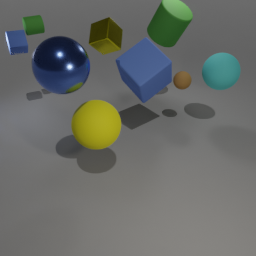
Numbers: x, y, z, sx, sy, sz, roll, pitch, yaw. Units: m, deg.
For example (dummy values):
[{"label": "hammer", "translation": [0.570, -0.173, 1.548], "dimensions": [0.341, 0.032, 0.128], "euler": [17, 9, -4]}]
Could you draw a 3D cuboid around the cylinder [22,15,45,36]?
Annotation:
[{"label": "cylinder", "translation": [-3.811, -4.146, 11.298], "dimensions": [0.700, 0.700, 0.700], "euler": [-18, 36, -22]}]

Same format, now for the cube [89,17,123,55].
[{"label": "cube", "translation": [-0.648, -2.693, 8.268], "dimensions": [0.700, 0.700, 0.700], "euler": [-6, -18, 33]}]

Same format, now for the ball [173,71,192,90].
[{"label": "ball", "translation": [2.100, -1.840, 10.831], "dimensions": [0.700, 0.700, 0.700], "euler": [0, 32, 0]}]

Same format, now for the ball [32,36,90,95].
[{"label": "ball", "translation": [-1.633, -1.528, 6.887], "dimensions": [1.400, 1.400, 1.400], "euler": [0, 32, 0]}]

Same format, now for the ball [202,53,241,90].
[{"label": "ball", "translation": [3.549, -2.153, 10.704], "dimensions": [1.400, 1.400, 1.400], "euler": [0, 32, 0]}]

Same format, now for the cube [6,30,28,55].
[{"label": "cube", "translation": [-4.484, -3.460, 11.335], "dimensions": [0.700, 0.700, 0.700], "euler": [-15, -5, -21]}]

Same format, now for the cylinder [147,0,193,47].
[{"label": "cylinder", "translation": [1.688, -4.297, 11.453], "dimensions": [1.400, 1.400, 1.400], "euler": [13, 54, -18]}]

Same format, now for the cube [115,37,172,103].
[{"label": "cube", "translation": [0.605, -2.040, 10.063], "dimensions": [1.400, 1.400, 1.400], "euler": [-38, 69, -6]}]

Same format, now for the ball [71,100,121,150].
[{"label": "ball", "translation": [-0.892, -0.092, 7.914], "dimensions": [1.400, 1.400, 1.400], "euler": [0, 32, 0]}]
